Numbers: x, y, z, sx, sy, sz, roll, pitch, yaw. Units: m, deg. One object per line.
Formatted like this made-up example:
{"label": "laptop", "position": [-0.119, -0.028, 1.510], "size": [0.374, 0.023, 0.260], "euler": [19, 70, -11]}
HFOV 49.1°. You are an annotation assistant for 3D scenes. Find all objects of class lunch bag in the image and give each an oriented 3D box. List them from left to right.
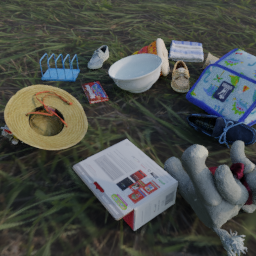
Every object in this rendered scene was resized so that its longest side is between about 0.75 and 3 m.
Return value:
{"label": "lunch bag", "position": [3.988, -1.358, 10.276], "size": [2.896, 1.846, 2.463], "euler": [-36, 49, -15]}

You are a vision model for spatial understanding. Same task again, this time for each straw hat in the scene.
{"label": "straw hat", "position": [-2.599, -0.065, 8.864], "size": [2.629, 1.113, 2.629], "euler": [16, 45, -17]}

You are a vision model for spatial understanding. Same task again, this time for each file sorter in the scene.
{"label": "file sorter", "position": [-3.105, -2.798, 12.765], "size": [1.525, 0.936, 1.058], "euler": [3, 36, 4]}

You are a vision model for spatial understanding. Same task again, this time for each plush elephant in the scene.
{"label": "plush elephant", "position": [2.456, 1.259, 6.466], "size": [2.067, 2.199, 2.670], "euler": [-29, 73, -14]}

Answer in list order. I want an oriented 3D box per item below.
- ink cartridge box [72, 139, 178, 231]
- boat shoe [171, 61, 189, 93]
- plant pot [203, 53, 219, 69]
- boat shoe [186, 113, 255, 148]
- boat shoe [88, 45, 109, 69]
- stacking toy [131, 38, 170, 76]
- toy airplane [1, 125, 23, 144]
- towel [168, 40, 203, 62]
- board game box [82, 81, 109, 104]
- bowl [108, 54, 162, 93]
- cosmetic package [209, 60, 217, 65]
{"label": "ink cartridge box", "position": [-0.129, 1.443, 7.172], "size": [1.823, 0.871, 2.077], "euler": [-24, 43, -28]}
{"label": "boat shoe", "position": [2.280, -2.297, 12.252], "size": [0.785, 0.737, 2.131], "euler": [1, 37, 1]}
{"label": "plant pot", "position": [4.075, -3.119, 13.429], "size": [0.715, 0.781, 0.781], "euler": [20, 40, 8]}
{"label": "boat shoe", "position": [2.878, 0.090, 8.947], "size": [2.264, 0.953, 0.777], "euler": [12, 1, 35]}
{"label": "boat shoe", "position": [-1.493, -3.598, 14.007], "size": [0.689, 0.704, 1.976], "euler": [11, 38, 14]}
{"label": "stacking toy", "position": [0.660, -3.044, 12.976], "size": [2.319, 1.695, 1.695], "euler": [-10, 34, 18]}
{"label": "toy airplane", "position": [-3.666, 0.217, 9.019], "size": [0.879, 0.623, 0.882], "euler": [4, 2, -14]}
{"label": "towel", "position": [3.148, -4.192, 15.150], "size": [1.810, 0.293, 2.464], "euler": [7, 37, 8]}
{"label": "board game box", "position": [-1.396, -1.507, 11.705], "size": [0.776, 0.147, 1.508], "euler": [-13, 39, -15]}
{"label": "bowl", "position": [0.388, -2.171, 11.702], "size": [2.255, 1.013, 2.255], "euler": [-10, 37, 7]}
{"label": "cosmetic package", "position": [3.961, -2.604, 12.687], "size": [0.528, 0.626, 1.171], "euler": [2, 33, 2]}
